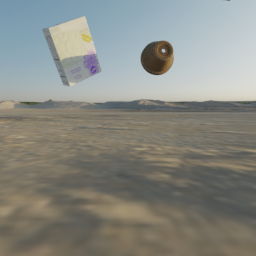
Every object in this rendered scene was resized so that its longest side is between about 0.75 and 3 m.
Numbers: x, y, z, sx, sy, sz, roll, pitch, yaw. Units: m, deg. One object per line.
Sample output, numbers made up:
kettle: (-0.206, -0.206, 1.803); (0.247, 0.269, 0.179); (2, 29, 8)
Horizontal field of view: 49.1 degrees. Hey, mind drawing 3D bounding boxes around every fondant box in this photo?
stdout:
fondant box: (-2.172, -3.060, 11.211); (1.666, 2.309, 0.673); (-33, 33, -29)

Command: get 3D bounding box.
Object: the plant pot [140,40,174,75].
plant pot: (1.295, -2.923, 11.224); (1.405, 1.405, 1.225); (-1, -3, -9)
